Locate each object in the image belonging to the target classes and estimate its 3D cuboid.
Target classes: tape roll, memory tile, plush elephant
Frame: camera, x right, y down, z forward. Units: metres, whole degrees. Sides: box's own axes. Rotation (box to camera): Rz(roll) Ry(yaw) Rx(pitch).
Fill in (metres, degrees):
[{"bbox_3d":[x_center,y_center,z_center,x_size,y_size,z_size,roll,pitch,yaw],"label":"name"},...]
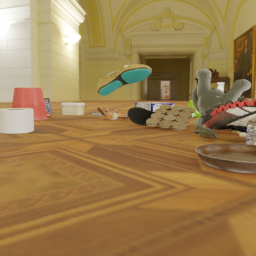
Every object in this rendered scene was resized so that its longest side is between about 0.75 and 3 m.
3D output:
[{"bbox_3d":[-3.982,-0.276,9.997,1.181,0.811,1.181,0,7,0],"label":"tape roll"},{"bbox_3d":[1.732,-0.457,11.193,1.589,0.174,2.074,10,30,23],"label":"memory tile"},{"bbox_3d":[3.293,-0.719,10.376,1.910,2.319,1.796,15,-10,23],"label":"plush elephant"}]

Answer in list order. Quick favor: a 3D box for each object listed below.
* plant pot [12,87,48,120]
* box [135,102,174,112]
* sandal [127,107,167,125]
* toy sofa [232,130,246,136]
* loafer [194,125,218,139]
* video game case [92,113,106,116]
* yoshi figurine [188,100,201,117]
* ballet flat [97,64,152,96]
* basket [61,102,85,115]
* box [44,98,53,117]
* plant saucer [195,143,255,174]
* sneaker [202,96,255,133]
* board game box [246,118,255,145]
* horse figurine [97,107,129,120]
[{"bbox_3d":[-5.169,-1.277,14.579,1.890,1.672,1.890,-1,7,0],"label":"plant pot"},{"bbox_3d":[1.433,-0.977,15.370,1.492,0.851,1.622,-4,8,-33],"label":"box"},{"bbox_3d":[0.932,-0.445,12.062,1.975,0.742,0.473,8,0,-4],"label":"sandal"},{"bbox_3d":[3.825,0.018,9.304,0.480,0.407,0.984,0,7,8],"label":"toy sofa"},{"bbox_3d":[2.412,0.176,8.734,0.334,0.309,0.889,34,-2,-33],"label":"loafer"},{"bbox_3d":[-1.502,-0.861,17.439,0.972,0.117,1.067,5,8,34],"label":"video game case"},{"bbox_3d":[3.673,-1.032,15.496,1.032,1.028,1.836,11,15,28],"label":"yoshi figurine"},{"bbox_3d":[-0.204,-1.866,9.957,2.213,0.698,0.760,-20,-35,24],"label":"ballet flat"},{"bbox_3d":[-3.422,-1.189,17.441,1.240,0.765,0.840,4,8,23],"label":"basket"},{"bbox_3d":[-5.153,-1.149,15.810,1.605,1.099,0.320,1,36,2],"label":"box"},{"bbox_3d":[2.199,0.572,5.432,1.759,0.282,1.759,0,8,0],"label":"plant saucer"},{"bbox_3d":[3.480,-0.187,7.754,2.829,1.382,1.000,-11,-14,28],"label":"sneaker"},{"bbox_3d":[3.606,0.203,6.393,1.557,0.754,1.241,3,8,29],"label":"board game box"},{"bbox_3d":[-0.754,-0.698,14.525,1.692,0.422,1.122,6,22,-21],"label":"horse figurine"}]
